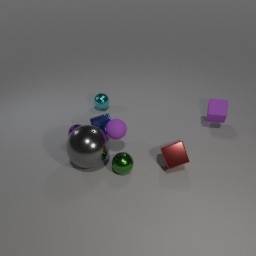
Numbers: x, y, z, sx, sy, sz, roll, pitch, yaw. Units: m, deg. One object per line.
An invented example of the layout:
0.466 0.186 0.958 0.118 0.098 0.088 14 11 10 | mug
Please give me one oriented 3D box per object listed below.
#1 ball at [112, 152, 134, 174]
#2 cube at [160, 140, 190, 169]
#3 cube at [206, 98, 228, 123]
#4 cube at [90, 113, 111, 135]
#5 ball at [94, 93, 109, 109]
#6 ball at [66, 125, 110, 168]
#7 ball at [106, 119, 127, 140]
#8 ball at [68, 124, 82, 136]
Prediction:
-0.167 1.111 8.919 0.700 0.700 0.700 0 32 0 | ball
1.477 0.834 8.970 0.700 0.700 0.700 -20 0 3 | cube
3.503 -0.678 11.010 0.700 0.700 0.700 7 70 13 | cube
-0.926 -0.111 10.132 0.700 0.700 0.700 -18 6 -1 | cube
-1.173 -1.198 12.452 0.700 0.700 0.700 0 32 0 | ball
-1.281 0.591 9.012 1.400 1.400 1.400 0 32 0 | ball
-0.385 0.037 9.327 0.700 0.700 0.700 0 32 0 | ball
-1.865 0.207 10.352 0.700 0.700 0.700 0 32 0 | ball
